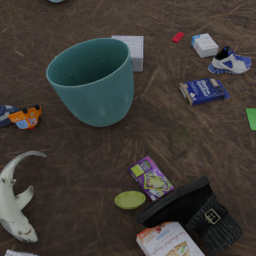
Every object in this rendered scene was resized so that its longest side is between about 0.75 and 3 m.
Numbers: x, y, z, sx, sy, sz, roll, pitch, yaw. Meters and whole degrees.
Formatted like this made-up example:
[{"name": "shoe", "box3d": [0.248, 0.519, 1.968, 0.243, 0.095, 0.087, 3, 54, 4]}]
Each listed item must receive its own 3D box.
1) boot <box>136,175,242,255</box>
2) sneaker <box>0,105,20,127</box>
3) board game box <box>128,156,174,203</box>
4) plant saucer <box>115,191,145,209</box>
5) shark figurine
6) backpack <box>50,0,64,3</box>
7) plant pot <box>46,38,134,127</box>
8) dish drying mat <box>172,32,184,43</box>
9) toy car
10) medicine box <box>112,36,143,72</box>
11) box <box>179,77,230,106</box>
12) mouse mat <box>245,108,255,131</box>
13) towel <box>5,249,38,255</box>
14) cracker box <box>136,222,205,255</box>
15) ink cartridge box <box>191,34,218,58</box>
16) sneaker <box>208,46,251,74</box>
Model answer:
[{"name": "boot", "box3d": [1.611, 2.454, 7.152, 2.459, 0.925, 1.838, -21, 72, -21]}, {"name": "sneaker", "box3d": [-5.024, -0.540, 9.765, 2.331, 0.956, 0.818, -9, 53, -7]}, {"name": "board game box", "box3d": [0.689, 1.565, 8.653, 0.806, 0.217, 1.343, -29, 58, -16]}, {"name": "plant saucer", "box3d": [0.061, 2.082, 8.017, 0.884, 0.137, 0.884, -4, 16, 1]}, {"name": "shark figurine", "box3d": [-3.415, 1.800, 8.021, 1.699, 1.187, 2.843, 15, 54, -32]}, {"name": "backpack", "box3d": [-4.009, -7.763, 14.968, 1.939, 1.827, 2.376, -28, 34, -23]}, {"name": "plant pot", "box3d": [-1.007, -1.362, 9.441, 2.706, 2.172, 2.706, -10, 43, 9]}, {"name": "dish drying mat", "box3d": [2.357, -4.271, 13.185, 0.308, 0.073, 0.802, 27, 56, 18]}, {"name": "toy car", "box3d": [-4.217, -0.120, 9.850, 2.405, 1.180, 0.800, -17, 97, 8]}, {"name": "medicine box", "box3d": [-0.046, -3.184, 11.902, 1.368, 0.773, 1.502, 2, 52, 2]}, {"name": "box", "box3d": [3.006, -1.465, 10.915, 1.739, 0.282, 1.053, -12, 53, -10]}, {"name": "mouse mat", "box3d": [4.779, -0.314, 10.181, 0.856, 0.040, 1.064, 3, 54, 2]}, {"name": "towel", "box3d": [-2.241, 3.871, 6.524, 1.881, 0.805, 1.557, 11, 52, 10]}, {"name": "cracker box", "box3d": [1.156, 3.209, 7.180, 1.136, 0.489, 1.696, -28, 58, -22]}, {"name": "ink cartridge box", "box3d": [3.408, -3.672, 12.480, 0.773, 0.453, 1.070, -13, 52, -10]}, {"name": "sneaker", "box3d": [4.256, -2.796, 11.461, 1.752, 1.012, 0.708, -6, 54, -4]}]
